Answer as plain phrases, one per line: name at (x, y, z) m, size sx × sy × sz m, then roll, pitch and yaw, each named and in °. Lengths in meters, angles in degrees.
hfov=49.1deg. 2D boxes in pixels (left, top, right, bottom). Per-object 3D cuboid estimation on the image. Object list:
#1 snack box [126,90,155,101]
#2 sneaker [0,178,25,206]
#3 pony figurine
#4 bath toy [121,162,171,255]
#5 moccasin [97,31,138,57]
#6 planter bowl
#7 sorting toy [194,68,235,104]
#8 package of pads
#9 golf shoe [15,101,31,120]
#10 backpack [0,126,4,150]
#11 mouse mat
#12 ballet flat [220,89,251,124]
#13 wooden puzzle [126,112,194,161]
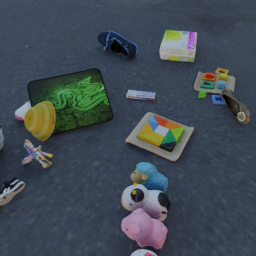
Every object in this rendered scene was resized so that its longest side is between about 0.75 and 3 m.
snack box at (0.518, -1.309, 11.192) m, size 1.110 × 0.135 × 0.399 m, roll 8°, pitch 42°, yaw 9°
sneaker at (-3.324, 1.707, 7.614) m, size 0.511 × 0.334 × 0.913 m, roll 21°, pitch 37°, yaw 27°
pony figurine at (-2.692, 0.799, 8.329) m, size 0.925 × 0.892 × 0.770 m, roll 34°, pitch 51°, yaw 8°
bath toy at (0.402, 2.165, 6.517) m, size 1.226 × 1.042 × 2.820 m, roll 3°, pitch 42°, yaw 4°
moccasin at (-0.650, -4.187, 13.857) m, size 2.425 × 0.976 × 0.827 m, roll 26°, pitch 43°, yaw 28°
planter bowl at (-2.893, -0.261, 8.865) m, size 0.548 × 1.315 × 1.315 m, roll 8°, pitch 26°, yaw -47°
sorting toy at (3.677, -1.965, 11.756) m, size 1.590 × 0.385 × 2.824 m, roll 13°, pitch 42°, yaw 15°
package of pads at (2.518, -4.140, 13.979) m, size 1.701 × 0.751 × 2.202 m, roll 8°, pitch 42°, yaw 9°
golf shoe at (-3.200, -1.042, 10.271) m, size 2.121 × 0.971 × 0.799 m, roll -33°, pitch 51°, yaw -30°
backpack at (-4.470, 0.490, 8.514) m, size 1.239 × 0.940 × 1.485 m, roll 17°, pitch 42°, yaw 0°
mouse mat at (-2.042, -0.951, 9.882) m, size 2.698 × 0.102 × 2.171 m, roll -14°, pitch 74°, yaw -11°
ballet flat at (3.845, -0.820, 10.183) m, size 0.434 × 0.631 × 1.874 m, roll 5°, pitch 41°, yaw -17°
wooden puzzle at (1.081, 0.174, 9.327) m, size 1.846 × 0.344 × 1.707 m, roll 19°, pitch 45°, yaw 21°
